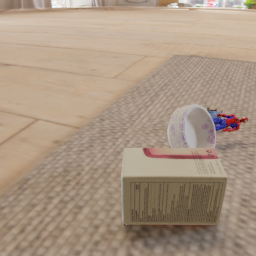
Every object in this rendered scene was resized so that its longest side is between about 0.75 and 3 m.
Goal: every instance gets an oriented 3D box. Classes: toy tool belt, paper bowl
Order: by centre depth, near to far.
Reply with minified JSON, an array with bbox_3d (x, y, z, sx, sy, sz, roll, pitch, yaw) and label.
[{"bbox_3d":[1.389,0.125,6.344,1.250,1.250,0.650,-26,8,-40],"label":"paper bowl"},{"bbox_3d":[2.516,-0.326,8.295,1.014,0.623,0.633,-1,30,6],"label":"toy tool belt"}]

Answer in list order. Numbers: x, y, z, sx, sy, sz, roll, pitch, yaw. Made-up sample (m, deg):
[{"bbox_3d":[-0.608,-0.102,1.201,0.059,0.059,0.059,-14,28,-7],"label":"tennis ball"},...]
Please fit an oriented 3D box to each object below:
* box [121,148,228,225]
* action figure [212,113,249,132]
[{"bbox_3d":[0.777,1.067,5.221,1.775,1.135,0.967,1,28,1],"label":"box"},{"bbox_3d":[2.459,-0.107,7.414,1.626,0.420,0.532,-9,66,-14],"label":"action figure"}]
